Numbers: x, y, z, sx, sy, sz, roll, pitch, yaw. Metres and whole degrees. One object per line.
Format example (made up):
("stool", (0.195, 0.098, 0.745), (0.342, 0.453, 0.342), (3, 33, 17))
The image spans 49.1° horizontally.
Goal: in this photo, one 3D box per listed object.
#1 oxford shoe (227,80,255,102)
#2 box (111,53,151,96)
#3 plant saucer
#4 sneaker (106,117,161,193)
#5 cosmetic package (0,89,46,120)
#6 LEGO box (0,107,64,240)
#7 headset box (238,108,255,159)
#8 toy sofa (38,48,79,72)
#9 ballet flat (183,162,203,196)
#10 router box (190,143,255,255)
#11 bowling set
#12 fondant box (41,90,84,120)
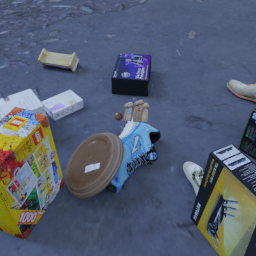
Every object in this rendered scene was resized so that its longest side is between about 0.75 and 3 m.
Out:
("oxford shoe", (5.151, -1.575, 11.496), (0.794, 0.828, 2.243), (-32, 51, -31))
("box", (0.192, -2.409, 12.436), (1.576, 0.880, 2.232), (2, 42, 6))
("plant saucer", (-1.049, 0.984, 8.128), (2.129, 0.314, 2.129), (-25, 43, 25))
("sneaker", (0.226, 0.763, 8.640), (1.346, 1.173, 2.993), (17, 45, 14))
("cosmetic package", (-3.760, -0.321, 9.734), (1.551, 1.280, 1.279), (-25, 47, -26))
("LEGO box", (-2.723, 1.156, 7.034), (1.024, 2.653, 1.976), (14, 44, 16))
("headset box", (4.767, -0.117, 9.168), (1.979, 1.723, 0.918), (-29, 49, -29))
("toy sofa", (-3.309, -3.198, 13.536), (1.786, 0.871, 0.740), (11, 68, 12))
("ballet flat", (2.103, 1.486, 8.254), (0.581, 0.581, 1.672), (-9, 42, -10))
("router box", (2.441, 1.960, 6.176), (0.676, 2.587, 2.034), (-19, 44, -21))
("bowling set", (0.079, -0.524, 8.147), (0.868, 0.670, 1.248), (5, 0, -17))
("fondant box", (-2.582, -0.936, 11.111), (1.339, 0.390, 0.966), (-30, 50, -28))
